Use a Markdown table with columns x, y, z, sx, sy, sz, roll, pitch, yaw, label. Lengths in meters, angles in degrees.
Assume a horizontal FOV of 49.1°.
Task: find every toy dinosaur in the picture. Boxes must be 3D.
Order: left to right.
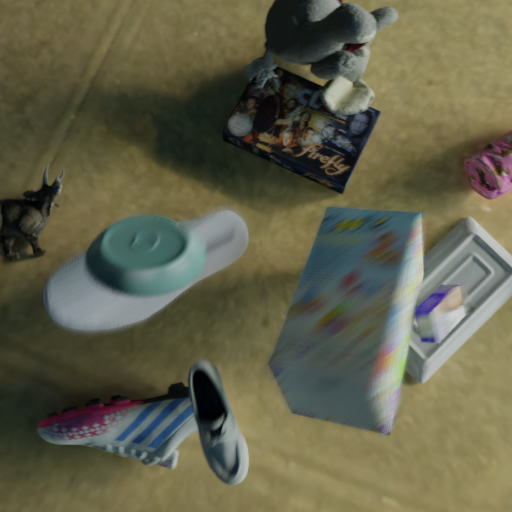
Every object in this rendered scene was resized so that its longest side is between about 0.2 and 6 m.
| x | y | z | sx | sy | sz | roll | pitch | yaw | label |
| --- | --- | --- | --- | --- | --- | --- | --- | --- | --- |
| -4.325 | -0.584 | 9.852 | 2.346 | 0.903 | 1.200 | -17 | 65 | 2 | toy dinosaur |

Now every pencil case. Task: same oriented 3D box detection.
| x | y | z | sx | sy | sz | roll | pitch | yaw | label |
| --- | --- | --- | --- | --- | --- | --- | --- | --- | --- |
| 4.781 | -1.821 | 10.037 | 2.122 | 0.918 | 0.879 | -29 | 111 | -7 | pencil case |

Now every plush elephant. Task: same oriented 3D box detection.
| x | y | z | sx | sy | sz | roll | pitch | yaw | label |
| --- | --- | --- | --- | --- | --- | --- | --- | --- | --- |
| 1.391 | -3.814 | 9.778 | 2.195 | 2.835 | 2.335 | -3 | 66 | -37 | plush elephant |

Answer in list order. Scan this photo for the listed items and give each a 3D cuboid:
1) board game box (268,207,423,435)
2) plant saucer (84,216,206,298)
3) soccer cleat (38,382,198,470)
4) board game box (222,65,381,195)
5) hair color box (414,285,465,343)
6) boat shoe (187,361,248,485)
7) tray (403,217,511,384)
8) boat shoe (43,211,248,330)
| x | y | z | sx | sy | sz | roll | pitch | yaw | label |
| --- | --- | --- | --- | --- | --- | --- | --- | --- | --- |
| 1.485 | 0.852 | 8.321 | 1.529 | 1.502 | 2.916 | 7 | 52 | 24 | board game box |
| -1.405 | -0.086 | 7.128 | 1.538 | 0.277 | 1.538 | 4 | 38 | -3 | plant saucer |
| -1.897 | 2.800 | 8.796 | 2.993 | 1.046 | 1.292 | -11 | 81 | -1 | soccer cleat |
| 0.835 | -2.408 | 10.391 | 2.467 | 0.427 | 1.671 | 25 | 77 | 6 | board game box |
| 2.855 | 0.884 | 8.676 | 1.004 | 0.325 | 0.549 | -30 | 109 | -44 | hair color box |
| -0.567 | 2.222 | 7.421 | 0.587 | 0.599 | 1.682 | -19 | 79 | 1 | boat shoe |
| 3.315 | 0.701 | 9.690 | 2.851 | 0.316 | 1.531 | -42 | 81 | -9 | tray |
| -1.617 | 0.237 | 8.480 | 3.262 | 1.157 | 1.176 | -21 | 95 | -32 | boat shoe |
